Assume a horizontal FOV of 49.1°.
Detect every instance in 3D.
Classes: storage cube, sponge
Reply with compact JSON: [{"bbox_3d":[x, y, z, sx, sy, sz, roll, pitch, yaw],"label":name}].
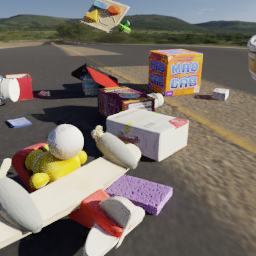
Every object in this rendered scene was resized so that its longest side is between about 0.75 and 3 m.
[{"bbox_3d":[-5.490,-2.081,14.183,1.278,1.149,1.093,-8,22,-22],"label":"storage cube"},{"bbox_3d":[0.130,1.432,6.311,1.546,0.231,0.862,11,23,26],"label":"sponge"}]

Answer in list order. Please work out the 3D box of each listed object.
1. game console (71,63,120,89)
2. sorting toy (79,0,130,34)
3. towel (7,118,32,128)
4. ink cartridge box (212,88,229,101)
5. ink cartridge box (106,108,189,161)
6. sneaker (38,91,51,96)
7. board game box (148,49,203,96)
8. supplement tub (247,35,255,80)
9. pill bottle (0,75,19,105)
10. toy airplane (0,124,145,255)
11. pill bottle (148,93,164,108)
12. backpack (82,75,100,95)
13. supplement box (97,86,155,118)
[{"bbox_3d":[-1.567,-2.306,14.778,1.995,1.374,2.315,-19,-26,38],"label":"game console"},{"bbox_3d":[-0.660,-4.514,11.270,2.237,0.329,1.653,26,70,18],"label":"sorting toy"},{"bbox_3d":[-4.190,-0.225,10.793,0.684,0.113,0.945,-14,25,-34],"label":"towel"},{"bbox_3d":[4.723,-1.728,14.313,0.671,0.390,0.930,10,23,25],"label":"ink cartridge box"},{"bbox_3d":[0.580,0.117,8.798,2.121,0.885,1.539,18,27,39],"label":"ink cartridge box"},{"bbox_3d":[-4.377,-1.761,14.664,0.761,0.268,0.356,15,40,34],"label":"sneaker"},{"bbox_3d":[2.545,-3.118,15.490,2.131,2.130,2.129,-8,23,-20],"label":"board game box"},{"bbox_3d":[4.461,-2.305,9.164,0.977,1.351,0.977,-14,41,13],"label":"supplement tub"},{"bbox_3d":[-6.495,-1.757,12.861,2.614,1.452,1.452,0,21,2],"label":"pill bottle"},{"bbox_3d":[-1.001,0.942,5.115,2.823,2.001,2.835,-1,21,-6],"label":"toy airplane"},{"bbox_3d":[0.979,-1.161,12.431,1.208,0.687,0.687,-19,28,-40],"label":"pill bottle"},{"bbox_3d":[-1.955,-2.260,14.815,0.932,1.050,0.790,0,41,-1],"label":"backpack"},{"bbox_3d":[-0.145,-0.896,11.200,1.353,1.050,2.451,-11,24,-27],"label":"supplement box"}]
